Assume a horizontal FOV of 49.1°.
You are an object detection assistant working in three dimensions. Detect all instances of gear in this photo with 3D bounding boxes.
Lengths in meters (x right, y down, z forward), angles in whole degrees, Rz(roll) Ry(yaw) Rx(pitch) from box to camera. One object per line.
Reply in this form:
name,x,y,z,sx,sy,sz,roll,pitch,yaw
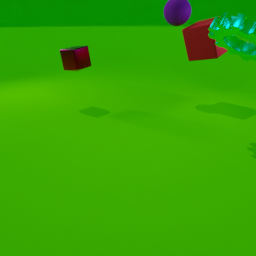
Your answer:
gear,2.888,-2.197,6.971,1.785,0.330,1.785,28,3,-2

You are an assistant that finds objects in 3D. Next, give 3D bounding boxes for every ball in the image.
ball,1.867,-4.407,10.600,1.041,1.041,1.041,0,22,0

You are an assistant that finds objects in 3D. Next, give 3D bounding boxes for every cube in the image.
cube,2.978,-3.340,10.499,1.240,1.240,1.240,7,34,46
cube,-1.922,-2.574,10.320,0.760,0.760,0.760,11,30,36
